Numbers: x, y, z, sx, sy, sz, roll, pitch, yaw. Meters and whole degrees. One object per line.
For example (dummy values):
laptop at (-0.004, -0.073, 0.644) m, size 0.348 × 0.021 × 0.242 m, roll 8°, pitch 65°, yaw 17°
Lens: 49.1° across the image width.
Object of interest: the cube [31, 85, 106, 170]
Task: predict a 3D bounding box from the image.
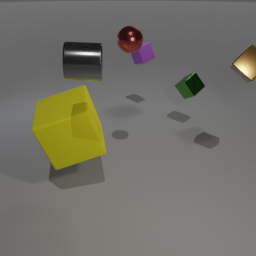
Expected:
cube at (-1.501, -0.029, 7.313) m, size 1.400 × 1.400 × 1.400 m, roll -18°, pitch 37°, yaw 1°

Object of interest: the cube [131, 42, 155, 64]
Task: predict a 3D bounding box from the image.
cube at (0.622, -3.233, 12.168) m, size 0.700 × 0.700 × 0.700 m, roll -32°, pitch 24°, yaw -25°

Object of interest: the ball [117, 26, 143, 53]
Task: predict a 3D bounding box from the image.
ball at (0.054, -2.347, 7.441) m, size 0.700 × 0.700 × 0.700 m, roll 0°, pitch 28°, yaw 0°

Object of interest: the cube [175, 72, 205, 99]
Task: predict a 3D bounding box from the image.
cube at (2.423, -1.650, 10.975) m, size 0.700 × 0.700 × 0.700 m, roll -41°, pitch 12°, yaw -18°

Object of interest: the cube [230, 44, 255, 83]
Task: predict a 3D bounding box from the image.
cube at (3.324, -1.740, 7.649) m, size 0.700 × 0.700 × 0.700 m, roll 44°, pitch 14°, yaw 7°

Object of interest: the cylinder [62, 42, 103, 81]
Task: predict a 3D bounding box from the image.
cylinder at (-0.834, -1.243, 5.251) m, size 0.700 × 0.700 × 0.700 m, roll 0°, pitch 28°, yaw -6°
